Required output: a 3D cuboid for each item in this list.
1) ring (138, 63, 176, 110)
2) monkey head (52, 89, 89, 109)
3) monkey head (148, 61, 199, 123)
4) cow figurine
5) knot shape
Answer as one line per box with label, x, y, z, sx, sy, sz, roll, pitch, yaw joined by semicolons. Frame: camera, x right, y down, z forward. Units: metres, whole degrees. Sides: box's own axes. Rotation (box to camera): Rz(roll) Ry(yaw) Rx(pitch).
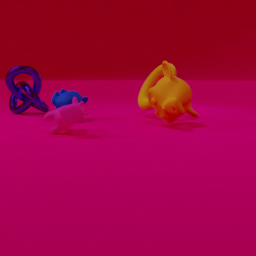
ring;0.902;-1.320;8.949;0.338;1.689;1.689;30;-1;-21
monkey head;-1.788;-0.648;8.270;0.810;0.968;1.345;29;33;14
monkey head;1.238;-0.778;7.241;1.099;1.824;1.313;-39;18;-15
cow figurine;-1.332;-0.289;6.382;1.112;0.620;1.130;-23;6;14
knot shape;-3.569;-1.139;9.615;1.661;1.775;0.820;-21;14;35
